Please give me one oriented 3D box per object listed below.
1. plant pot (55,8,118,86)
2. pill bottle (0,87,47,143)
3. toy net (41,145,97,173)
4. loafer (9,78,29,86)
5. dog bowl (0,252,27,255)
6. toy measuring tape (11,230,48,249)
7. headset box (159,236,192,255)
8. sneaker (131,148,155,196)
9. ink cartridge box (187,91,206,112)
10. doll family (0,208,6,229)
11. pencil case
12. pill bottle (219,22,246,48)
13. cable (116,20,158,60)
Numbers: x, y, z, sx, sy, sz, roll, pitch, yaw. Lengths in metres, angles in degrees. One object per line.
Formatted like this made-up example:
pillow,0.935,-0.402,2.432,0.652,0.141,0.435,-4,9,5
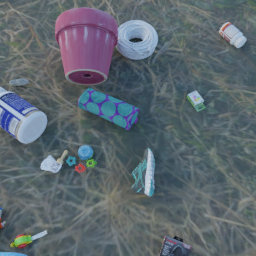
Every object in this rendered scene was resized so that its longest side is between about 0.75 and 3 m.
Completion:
plant pot,-1.683,-3.107,11.405,2.593,2.593,2.321,0,78,0
pill bottle,-4.331,-0.550,10.564,2.327,1.346,1.346,33,67,16
toy net,-2.154,1.285,10.190,1.931,0.373,1.013,-18,69,-8
loafer,-4.596,-1.938,11.876,0.804,0.281,0.281,-1,87,1
dog bowl,-3.937,4.087,8.336,2.040,1.137,0.506,-1,52,0
toy measuring tape,-3.196,3.545,8.976,1.162,0.427,0.427,-20,64,-10
headset box,1.419,3.982,8.723,0.855,0.444,1.149,20,66,10
sneaker,0.510,1.516,9.908,0.813,0.691,1.782,-4,53,15
ink cartridge box,2.818,-1.108,11.478,0.421,0.241,0.811,-25,65,-12
doll family,-4.906,3.133,8.967,1.743,0.785,1.082,-6,63,-3
pencil case,-0.750,-0.769,10.861,2.265,1.047,0.964,25,86,12
pill bottle,4.828,-4.263,12.888,0.644,0.644,1.175,-30,67,-15
cable,0.383,-4.027,12.757,1.950,0.675,1.950,26,65,14
